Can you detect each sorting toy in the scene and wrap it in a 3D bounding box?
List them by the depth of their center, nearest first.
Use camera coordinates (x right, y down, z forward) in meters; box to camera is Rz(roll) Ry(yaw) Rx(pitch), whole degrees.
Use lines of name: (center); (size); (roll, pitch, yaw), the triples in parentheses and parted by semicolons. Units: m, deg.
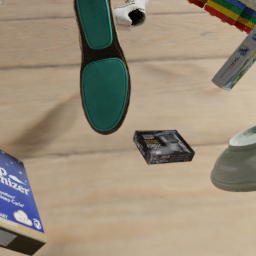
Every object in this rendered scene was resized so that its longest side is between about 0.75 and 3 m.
sorting toy: (1.776, -2.356, 5.269); (1.585, 0.552, 1.576); (2, 38, -39)

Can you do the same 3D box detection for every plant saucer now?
plant saucer: (2.091, 0.257, 4.158); (1.983, 1.983, 0.498); (-28, 94, -25)

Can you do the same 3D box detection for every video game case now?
video game case: (2.045, -1.336, 4.342); (0.214, 1.773, 1.946); (42, 19, 13)

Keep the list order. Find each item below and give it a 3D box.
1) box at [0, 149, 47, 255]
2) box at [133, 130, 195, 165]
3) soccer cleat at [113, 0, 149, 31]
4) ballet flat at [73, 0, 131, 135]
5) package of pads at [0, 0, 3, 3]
box: (-1.685, 0.619, 3.444); (0.296, 1.108, 1.830); (-44, 43, 0)
box: (0.547, 0.283, 4.368); (0.791, 0.197, 0.624); (0, 34, -24)
soccer cleat: (0.217, -3.426, 8.275); (0.989, 0.797, 2.322); (22, 46, 21)
ballet flat: (-0.397, -1.116, 4.705); (0.844, 0.834, 2.479); (-4, 88, 0)
package of pads: (-3.080, -2.350, 5.525); (1.763, 0.601, 1.362); (2, 59, 46)
